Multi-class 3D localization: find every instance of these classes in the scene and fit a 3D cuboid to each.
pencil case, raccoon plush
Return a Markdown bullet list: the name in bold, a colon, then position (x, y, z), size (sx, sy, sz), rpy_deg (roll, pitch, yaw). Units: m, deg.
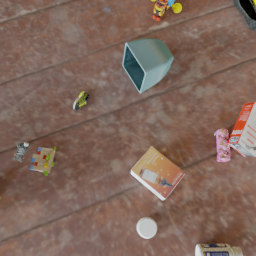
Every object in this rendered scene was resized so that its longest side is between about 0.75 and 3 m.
- **pencil case**: position (3.748, 0.705, 11.118), size (0.569, 0.544, 1.315), rpy_deg (-4, 72, 14)
- **raccoon plush**: position (-3.273, 0.732, 8.517), size (0.374, 0.774, 0.519), rpy_deg (19, 68, -12)

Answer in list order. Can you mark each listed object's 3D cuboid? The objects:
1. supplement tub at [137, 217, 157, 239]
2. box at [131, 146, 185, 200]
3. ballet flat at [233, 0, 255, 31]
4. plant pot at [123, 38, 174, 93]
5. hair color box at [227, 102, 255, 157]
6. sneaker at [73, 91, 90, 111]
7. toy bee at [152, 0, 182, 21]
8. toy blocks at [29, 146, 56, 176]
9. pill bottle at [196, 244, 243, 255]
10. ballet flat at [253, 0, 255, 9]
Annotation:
- **supplement tub**: position (0.667, 3.539, 9.951), size (0.703, 0.970, 0.703), rpy_deg (0, 72, 0)
- **box**: position (1.104, 1.721, 10.608), size (1.627, 0.865, 1.239), rpy_deg (38, 76, 12)
- **ballet flat**: position (5.661, -5.661, 13.142), size (0.800, 0.684, 2.406), rpy_deg (-20, 73, -6)
- **plant pot**: position (0.927, -2.767, 11.761), size (1.667, 1.637, 1.632), rpy_deg (-25, 73, -15)
- **hair color box**: position (4.821, 0.066, 11.100), size (1.060, 0.611, 1.912), rpy_deg (35, 72, -18)
- **sneaker**: position (-1.961, -1.102, 11.805), size (0.418, 0.368, 0.988), rpy_deg (24, 73, 8)
- **toy bee**: position (1.558, -5.800, 13.054), size (2.413, 1.312, 1.580), rpy_deg (-25, 63, -34)
- **toy blocks**: position (-3.384, 1.241, 10.984), size (0.818, 0.598, 1.197), rpy_deg (5, 69, 13)
- **pill bottle**: position (3.157, 4.464, 9.728), size (1.473, 0.817, 0.817), rpy_deg (-1, 72, 1)
- **ballet flat**: position (6.354, -6.196, 13.279), size (0.763, 0.765, 2.283), rpy_deg (-14, 73, -4)
